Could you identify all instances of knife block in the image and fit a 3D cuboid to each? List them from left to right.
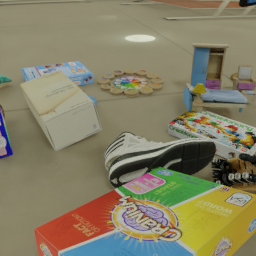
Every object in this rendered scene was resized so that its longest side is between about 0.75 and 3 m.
[{"bbox_3d":[2.511,0.872,5.462,1.890,1.659,0.605,-1,75,-2],"label":"knife block"}]

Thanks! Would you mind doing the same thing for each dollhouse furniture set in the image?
[{"bbox_3d":[3.164,-1.651,8.993,2.582,1.785,2.735,3,22,5],"label":"dollhouse furniture set"}]

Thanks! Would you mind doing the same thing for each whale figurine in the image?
[{"bbox_3d":[-5.272,-1.721,10.314,1.463,0.954,1.840,22,37,31],"label":"whale figurine"}]

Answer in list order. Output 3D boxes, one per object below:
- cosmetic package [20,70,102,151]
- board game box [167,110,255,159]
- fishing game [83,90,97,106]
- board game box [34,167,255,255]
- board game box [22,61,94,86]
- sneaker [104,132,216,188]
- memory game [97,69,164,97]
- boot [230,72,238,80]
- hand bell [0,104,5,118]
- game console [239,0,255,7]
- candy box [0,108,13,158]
[{"bbox_3d":[-2.080,-0.661,8.342,1.447,1.022,2.796,-26,38,-20],"label":"cosmetic package"},{"bbox_3d":[2.439,0.128,7.811,2.260,0.391,1.427,25,38,34],"label":"board game box"},{"bbox_3d":[-1.570,-0.849,9.620,1.033,0.224,1.443,-15,42,-23],"label":"fishing game"},{"bbox_3d":[0.366,1.572,4.398,2.877,0.580,2.201,-18,18,-39],"label":"board game box"},{"bbox_3d":[-2.895,-2.152,11.491,2.492,0.456,1.885,-14,34,-22],"label":"board game box"},{"bbox_3d":[0.666,0.446,6.719,2.628,0.992,1.512,-11,35,-13],"label":"sneaker"},{"bbox_3d":[0.124,-1.889,11.341,2.710,0.173,2.710,0,31,0],"label":"memory game"},{"bbox_3d":[4.851,-2.007,11.409,0.906,0.342,1.035,-26,37,-15],"label":"boot"},{"bbox_3d":[-4.663,-0.355,8.535,1.494,0.778,0.778,-6,30,12],"label":"hand bell"},{"bbox_3d":[3.672,-3.251,6.326,1.802,1.049,1.585,-9,34,6],"label":"game console"},{"bbox_3d":[-3.546,-0.108,7.346,0.584,1.282,1.517,-17,35,-25],"label":"candy box"}]
